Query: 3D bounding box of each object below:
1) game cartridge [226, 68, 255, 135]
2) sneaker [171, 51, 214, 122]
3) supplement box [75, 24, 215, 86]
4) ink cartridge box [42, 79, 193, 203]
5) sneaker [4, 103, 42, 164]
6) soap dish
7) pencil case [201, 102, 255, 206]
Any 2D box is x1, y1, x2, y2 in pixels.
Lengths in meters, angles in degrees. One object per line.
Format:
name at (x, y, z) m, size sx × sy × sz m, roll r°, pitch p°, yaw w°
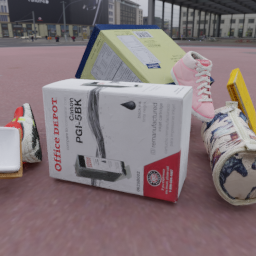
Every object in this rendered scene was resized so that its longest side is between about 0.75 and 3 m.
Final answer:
game cartridge at (3.556, -0.853, 8.706) m, size 0.320 × 1.741 × 1.975 m, roll -19°, pitch 14°, yaw 29°
sneaker at (1.653, -1.044, 6.528) m, size 0.653 × 0.907 × 1.734 m, roll -3°, pitch 58°, yaw -34°
supplement box at (0.495, -1.519, 8.566) m, size 2.821 × 1.894 × 2.818 m, roll -20°, pitch 63°, yaw -44°
ink cartridge box at (-0.216, 0.136, 5.622) m, size 2.746 × 2.016 × 1.138 m, roll 6°, pitch 19°, yaw 19°
sneaker at (-2.965, 0.110, 7.234) m, size 1.182 × 1.072 × 2.783 m, roll -13°, pitch 22°, yaw -16°
soap dish at (-2.778, 0.500, 5.385) m, size 1.364 × 0.554 × 1.073 m, roll 4°, pitch 57°, yaw -30°
pencil case at (2.199, 0.380, 5.815) m, size 1.145 × 1.316 × 2.943 m, roll -3°, pitch 17°, yaw 11°
